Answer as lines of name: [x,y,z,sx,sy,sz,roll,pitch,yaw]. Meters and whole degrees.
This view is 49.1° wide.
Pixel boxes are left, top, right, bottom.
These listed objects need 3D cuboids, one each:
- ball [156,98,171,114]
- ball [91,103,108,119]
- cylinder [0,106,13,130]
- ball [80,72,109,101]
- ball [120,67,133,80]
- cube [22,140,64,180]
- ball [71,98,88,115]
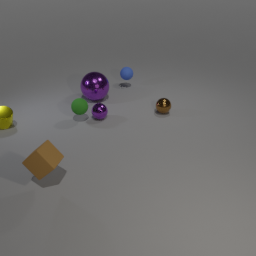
ball: [1.577,-0.989,12.446,0.700,0.700,0.700,0,30,0]
ball: [-1.214,-0.718,11.992,0.700,0.700,0.700,0,30,0]
cylinder: [-5.005,-0.414,11.276,0.700,0.700,0.700,12,50,-14]
ball: [-1.600,-2.018,13.559,1.400,1.400,1.400,0,30,0]
ball: [-0.068,-2.889,14.865,0.700,0.700,0.700,0,30,0]
cube: [-2.401,0.901,7.968,0.700,0.700,0.700,-36,13,23]
ball: [-2.004,-0.890,11.616,0.700,0.700,0.700,0,30,0]
